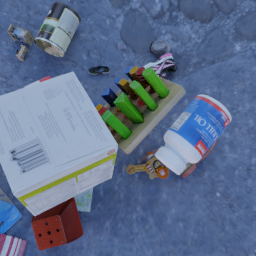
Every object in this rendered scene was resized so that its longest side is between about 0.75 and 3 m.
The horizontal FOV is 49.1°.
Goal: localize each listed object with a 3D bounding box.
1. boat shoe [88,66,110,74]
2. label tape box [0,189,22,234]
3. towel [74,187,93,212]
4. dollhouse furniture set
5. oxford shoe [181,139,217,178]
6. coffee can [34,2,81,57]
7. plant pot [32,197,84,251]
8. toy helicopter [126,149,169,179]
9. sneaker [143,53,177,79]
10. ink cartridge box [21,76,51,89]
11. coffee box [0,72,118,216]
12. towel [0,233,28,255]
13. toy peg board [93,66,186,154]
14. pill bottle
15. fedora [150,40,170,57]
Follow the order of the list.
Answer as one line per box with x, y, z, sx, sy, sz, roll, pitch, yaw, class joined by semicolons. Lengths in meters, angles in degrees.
-1.274;-2.549;12.195;0.957;0.317;0.358;3;79;1;boat shoe
-5.907;3.069;10.788;2.076;0.958;2.898;-43;81;-7;label tape box
-2.010;2.606;11.192;1.158;0.326;1.353;5;79;2;towel
-4.785;-3.709;12.156;0.838;0.833;1.189;19;80;4;dollhouse furniture set
2.748;1.014;11.305;0.785;0.740;2.100;43;81;13;oxford shoe
-2.989;-4.177;11.988;1.333;1.333;1.821;21;80;4;coffee can
-2.680;3.618;10.302;1.553;1.369;1.552;-15;89;2;plant pot
0.779;1.488;11.269;1.766;0.697;1.168;-9;85;11;toy helicopter
1.218;-2.355;11.915;2.066;0.830;0.892;-33;82;-5;sneaker
-3.806;-0.941;11.590;2.128;0.882;1.562;-26;80;-5;ink cartridge box
-2.317;0.557;8.719;2.877;2.845;2.873;-24;68;-18;coffee box
-4.640;4.654;10.826;1.274;0.145;0.918;16;81;-1;towel
-0.064;-1.008;9.181;2.669;1.305;2.658;-46;38;-3;toy peg board
1.931;0.240;8.542;1.314;1.314;2.341;39;84;7;pill bottle
1.421;-3.596;12.348;0.932;0.421;0.824;-6;79;-1;fedora
